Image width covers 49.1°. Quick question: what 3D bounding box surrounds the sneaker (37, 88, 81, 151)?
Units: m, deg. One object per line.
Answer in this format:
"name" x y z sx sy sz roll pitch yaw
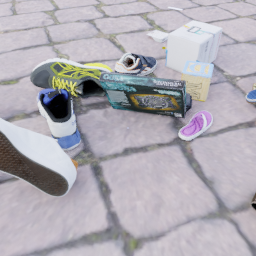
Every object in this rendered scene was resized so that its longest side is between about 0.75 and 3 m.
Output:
"sneaker" -1.969 -0.653 7.873 0.979 1.400 2.425 -16 44 -19

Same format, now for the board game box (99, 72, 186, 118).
"board game box" 0.474 -0.910 7.923 2.304 1.558 0.324 9 66 16

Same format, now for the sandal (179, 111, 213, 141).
"sandal" 2.018 -0.146 8.073 0.612 0.369 1.503 26 48 27

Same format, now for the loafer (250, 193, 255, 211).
"loafer" 3.369 1.968 5.445 0.786 0.804 2.204 -28 39 -23

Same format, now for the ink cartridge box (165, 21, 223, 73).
"ink cartridge box" 2.501 -3.071 10.677 1.321 1.327 1.808 28 48 28

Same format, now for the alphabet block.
"alphabet block" 2.247 -1.559 9.246 0.928 0.945 0.923 13 42 15

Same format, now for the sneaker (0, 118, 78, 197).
"sneaker" -2.389 0.458 6.368 2.760 1.005 1.169 36 23 -8

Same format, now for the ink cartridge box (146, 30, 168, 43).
"ink cartridge box" 1.395 -4.206 12.849 0.888 0.222 0.714 28 49 35

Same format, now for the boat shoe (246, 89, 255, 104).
"boat shoe" 4.421 -0.919 8.811 1.535 0.556 0.555 -10 44 -5

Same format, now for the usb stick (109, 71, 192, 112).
"usb stick" 0.624 -1.140 8.740 2.826 0.461 0.784 16 47 -1

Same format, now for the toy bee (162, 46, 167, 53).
"toy bee" 1.745 -3.270 11.559 0.581 0.482 0.887 -10 42 -13

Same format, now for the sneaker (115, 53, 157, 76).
"sneaker" 0.358 -2.360 10.279 0.814 0.824 2.076 29 48 31

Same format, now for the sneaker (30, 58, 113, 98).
"sneaker" -1.850 -1.592 9.216 2.790 1.039 1.181 -2 41 -2

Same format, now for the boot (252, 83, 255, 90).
"boot" 4.971 -1.148 9.202 1.328 0.439 1.163 -1 28 -3
